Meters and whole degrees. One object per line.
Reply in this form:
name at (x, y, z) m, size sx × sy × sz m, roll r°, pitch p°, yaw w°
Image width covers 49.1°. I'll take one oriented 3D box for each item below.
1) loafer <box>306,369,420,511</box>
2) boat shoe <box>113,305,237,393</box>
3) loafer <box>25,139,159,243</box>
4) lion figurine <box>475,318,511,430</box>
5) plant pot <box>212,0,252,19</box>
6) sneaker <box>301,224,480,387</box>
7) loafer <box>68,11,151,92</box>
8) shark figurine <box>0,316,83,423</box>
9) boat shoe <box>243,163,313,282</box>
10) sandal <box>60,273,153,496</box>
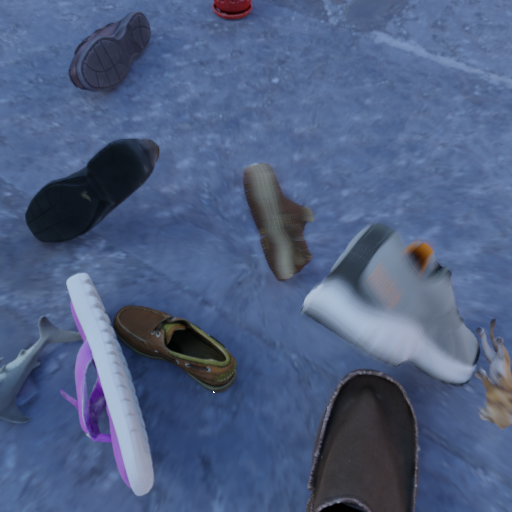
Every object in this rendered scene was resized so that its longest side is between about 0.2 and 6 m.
loafer at (1.136, 2.631, 5.798) m, size 1.256 × 1.221 × 3.439 m, roll 10°, pitch 53°, yaw 8°
boat shoe at (-1.085, 1.060, 7.395) m, size 1.924 × 0.654 × 0.692 m, roll 22°, pitch 55°, yaw 17°
loafer at (-2.412, -0.940, 8.380) m, size 2.499 × 0.909 × 0.903 m, roll -24°, pitch 12°, yaw 25°
lion figurine at (2.837, 1.376, 6.560) m, size 0.419 × 0.708 × 1.156 m, roll -11°, pitch 39°, yaw 41°
plant pot at (-0.533, -6.002, 12.753) m, size 1.036 × 0.943 × 1.036 m, roll 0°, pitch 52°, yaw 1°
sneaker at (1.882, 0.615, 6.371) m, size 1.188 × 3.213 × 1.274 m, roll 32°, pitch 94°, yaw 42°
loafer at (-3.076, -4.122, 11.425) m, size 0.861 × 0.983 × 2.735 m, roll 1°, pitch 43°, yaw 24°
shark figurine at (-3.010, 1.666, 7.067) m, size 0.782 × 1.120 × 1.875 m, roll 40°, pitch 40°, yaw -1°
boat shoe at (0.378, -0.534, 7.687) m, size 0.752 × 2.032 × 0.751 m, roll -25°, pitch 50°, yaw -7°
sandal at (-1.927, 1.532, 6.734) m, size 0.759 × 1.257 × 3.089 m, roll -22°, pitch 47°, yaw -11°
